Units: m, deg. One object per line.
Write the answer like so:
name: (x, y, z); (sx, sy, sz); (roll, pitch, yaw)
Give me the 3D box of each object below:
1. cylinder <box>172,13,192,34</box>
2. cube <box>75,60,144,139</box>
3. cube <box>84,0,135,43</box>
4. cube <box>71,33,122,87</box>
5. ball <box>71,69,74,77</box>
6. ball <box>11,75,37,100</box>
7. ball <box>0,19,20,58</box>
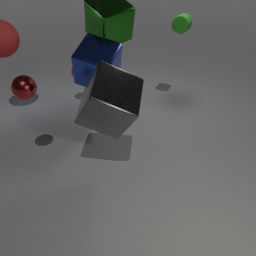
cylinder: (2.203, -4.253, 11.402); (0.700, 0.700, 0.700); (13, 33, 19)
cube: (-0.532, -0.768, 8.028); (1.400, 1.400, 1.400); (21, 55, -17)
cube: (-0.727, -4.154, 10.802); (1.400, 1.400, 1.400); (-28, 61, -24)
cube: (-1.122, -2.374, 10.372); (1.400, 1.400, 1.400); (19, 58, 7)
ball: (-2.179, -2.500, 12.493); (0.700, 0.700, 0.700); (0, 33, 0)
ball: (-2.974, -1.161, 8.019); (0.700, 0.700, 0.700); (0, 33, 0)
ball: (-4.810, -3.349, 10.511); (1.400, 1.400, 1.400); (0, 33, 0)
